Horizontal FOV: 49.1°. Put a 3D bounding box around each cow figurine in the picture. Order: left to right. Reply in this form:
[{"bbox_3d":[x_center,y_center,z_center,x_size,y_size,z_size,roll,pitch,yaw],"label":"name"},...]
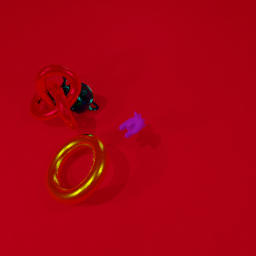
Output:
[{"bbox_3d":[0.220,-0.128,7.837,0.943,0.958,0.526,-38,95,-29],"label":"cow figurine"}]

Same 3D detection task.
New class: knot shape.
[{"bbox_3d":[-2.100,-0.969,8.247,2.012,1.882,0.930,31,33,22],"label":"knot shape"}]

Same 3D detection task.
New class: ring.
[{"bbox_3d":[-1.387,1.059,7.538,2.033,0.407,2.033,-19,50,24],"label":"ring"}]

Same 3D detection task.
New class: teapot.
[{"bbox_3d":[-1.555,-1.029,8.782,0.796,1.626,1.011,-24,41,38],"label":"teapot"}]
